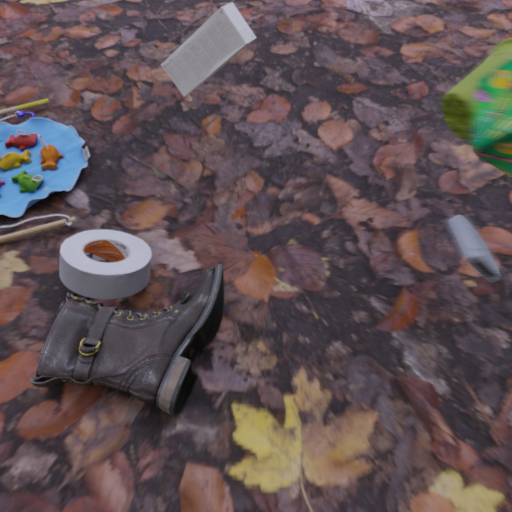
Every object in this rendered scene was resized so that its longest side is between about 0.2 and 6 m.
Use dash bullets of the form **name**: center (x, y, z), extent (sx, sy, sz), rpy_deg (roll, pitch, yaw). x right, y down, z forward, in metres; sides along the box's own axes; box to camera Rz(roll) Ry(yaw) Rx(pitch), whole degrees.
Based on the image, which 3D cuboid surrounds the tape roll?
- **tape roll**: center (-2.854, 0.130, 10.658), extent (1.686, 0.557, 1.686), rpy_deg (10, 29, -6)

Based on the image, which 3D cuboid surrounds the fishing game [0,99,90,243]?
- **fishing game**: center (-5.518, -2.184, 12.843), extent (3.315, 0.720, 4.630), rpy_deg (-15, 53, -8)

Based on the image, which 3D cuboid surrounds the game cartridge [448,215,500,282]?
- **game cartridge**: center (3.149, -0.125, 8.092), extent (0.239, 1.181, 0.788), rpy_deg (-27, 56, 27)

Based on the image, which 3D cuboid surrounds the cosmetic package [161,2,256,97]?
- **cosmetic package**: center (-0.916, -3.824, 10.487), extent (0.767, 1.859, 0.471), rpy_deg (52, 43, -15)

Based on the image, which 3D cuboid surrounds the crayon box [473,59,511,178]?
- **crayon box**: center (3.947, -1.573, 7.665), extent (2.118, 0.617, 1.258), rpy_deg (25, 63, -23)

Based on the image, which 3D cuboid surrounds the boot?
- **boot**: center (-2.170, 1.146, 9.905), extent (2.763, 1.099, 3.174), rpy_deg (15, 55, 11)

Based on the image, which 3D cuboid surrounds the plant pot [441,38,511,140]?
- **plant pot**: center (3.745, -2.509, 8.944), extent (1.310, 1.380, 1.380), rpy_deg (-32, 57, -7)
